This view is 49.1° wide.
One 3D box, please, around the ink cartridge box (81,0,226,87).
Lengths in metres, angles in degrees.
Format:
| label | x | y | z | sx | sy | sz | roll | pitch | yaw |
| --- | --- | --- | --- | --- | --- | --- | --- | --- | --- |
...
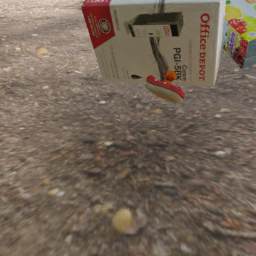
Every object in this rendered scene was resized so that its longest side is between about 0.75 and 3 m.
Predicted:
| label | x | y | z | sx | sy | sz | roll | pitch | yaw |
| --- | --- | --- | --- | --- | --- | --- | --- | --- | --- |
| ink cartridge box | 0.667 | -2.152 | 6.454 | 2.864 | 2.102 | 1.187 | 6 | 51 | 19 |

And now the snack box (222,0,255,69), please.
| label | x | y | z | sx | sy | sz | roll | pitch | yaw |
| --- | --- | --- | --- | --- | --- | --- | --- | --- | --- |
| snack box | 3.356 | -3.060 | 7.376 | 2.354 | 0.945 | 2.791 | -19 | 54 | -3 |

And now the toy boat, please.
| label | x | y | z | sx | sy | sz | roll | pitch | yaw |
| --- | --- | --- | --- | --- | --- | --- | --- | --- | --- |
| toy boat | 0.771 | -0.887 | 5.588 | 0.866 | 0.566 | 0.565 | 25 | -1 | 34 |
